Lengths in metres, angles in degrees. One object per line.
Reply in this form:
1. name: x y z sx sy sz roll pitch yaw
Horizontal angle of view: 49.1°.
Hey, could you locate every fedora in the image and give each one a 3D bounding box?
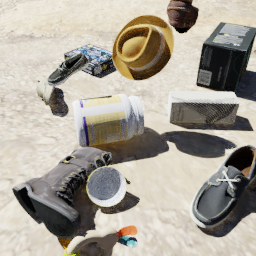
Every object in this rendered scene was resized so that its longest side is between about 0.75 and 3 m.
1. fedora: 0.313 -2.422 8.249 2.053 2.053 0.837 18 9 21

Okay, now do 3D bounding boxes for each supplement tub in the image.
1. supplement tub: -0.645 -0.276 8.991 2.081 1.513 1.513 -9 40 -11

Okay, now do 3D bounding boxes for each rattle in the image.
1. rattle: -0.658 2.407 6.207 1.583 1.031 1.131 -33 10 -12

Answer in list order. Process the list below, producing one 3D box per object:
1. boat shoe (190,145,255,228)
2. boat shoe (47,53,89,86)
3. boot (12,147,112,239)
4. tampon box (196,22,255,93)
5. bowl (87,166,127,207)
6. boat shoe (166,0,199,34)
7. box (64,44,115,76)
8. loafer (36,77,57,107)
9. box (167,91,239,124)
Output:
1. boat shoe: 2.565 1.429 7.355 1.017 0.957 2.831 32 50 31
2. boat shoe: -1.913 -1.820 8.556 1.492 0.475 0.528 -32 69 6
3. boot: -1.346 1.293 7.120 2.504 0.996 2.876 -33 29 -35
4. tampon box: 4.269 -3.086 12.077 1.689 2.005 2.675 19 43 22
5. bowl: -0.568 1.550 7.416 1.022 0.480 1.022 1 76 -6
6. boat shoe: 1.111 -2.278 5.816 0.610 0.609 1.732 9 16 19
7. box: -1.774 -3.379 13.644 2.187 0.503 1.738 29 47 31
8. loafer: -3.237 -1.420 11.063 0.718 0.796 2.102 -10 31 -10
9. box: 2.635 -0.745 10.039 2.344 0.963 0.801 0 39 2
